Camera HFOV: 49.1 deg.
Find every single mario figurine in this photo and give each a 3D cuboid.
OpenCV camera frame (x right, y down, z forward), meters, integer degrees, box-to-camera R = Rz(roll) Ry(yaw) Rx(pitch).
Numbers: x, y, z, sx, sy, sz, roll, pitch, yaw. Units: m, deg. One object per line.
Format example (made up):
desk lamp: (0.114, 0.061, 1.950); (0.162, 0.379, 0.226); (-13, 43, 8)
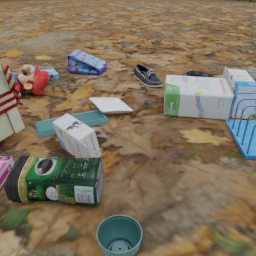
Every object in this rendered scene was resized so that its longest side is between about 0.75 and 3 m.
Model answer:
mario figurine: (-4.971, -2.234, 12.286); (2.930, 1.553, 1.809); (-10, 63, -3)

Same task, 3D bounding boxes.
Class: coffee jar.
coffee jar: (-1.805, 1.306, 7.032); (2.305, 0.984, 1.202); (2, 34, 3)

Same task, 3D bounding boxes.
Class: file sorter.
file sorter: (4.342, -0.155, 9.142); (1.509, 1.334, 2.174); (1, 31, 1)

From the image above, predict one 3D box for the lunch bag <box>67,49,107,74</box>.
lunch bag: (-2.106, -3.506, 15.277); (2.006, 0.944, 1.510); (14, 30, 5)

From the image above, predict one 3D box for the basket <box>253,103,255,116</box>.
basket: (6.007, -1.392, 10.954); (2.000, 1.609, 1.982); (13, 34, 23)

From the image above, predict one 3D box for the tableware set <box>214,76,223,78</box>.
tableware set: (4.751, -2.086, 13.373); (0.888, 0.269, 1.343); (-3, 33, -25)

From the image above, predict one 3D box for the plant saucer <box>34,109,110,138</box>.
plant saucer: (-2.057, -0.227, 10.330); (2.640, 0.250, 0.923); (-12, 34, -21)

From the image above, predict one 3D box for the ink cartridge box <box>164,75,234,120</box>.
ink cartridge box: (2.727, -1.263, 11.205); (2.504, 1.095, 1.819); (3, 32, 7)

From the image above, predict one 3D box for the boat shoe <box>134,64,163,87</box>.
boat shoe: (0.960, -2.597, 13.834); (0.763, 0.659, 2.100); (-17, 35, -27)

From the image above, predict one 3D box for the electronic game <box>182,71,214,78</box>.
electronic game: (3.527, -2.364, 13.725); (1.760, 0.366, 1.760); (7, 33, -4)

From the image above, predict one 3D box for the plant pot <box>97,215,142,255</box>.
plant pot: (-0.166, 2.330, 5.708); (0.907, 0.608, 0.907); (-1, 31, 0)

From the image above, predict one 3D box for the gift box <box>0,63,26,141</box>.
gift box: (-4.932, -0.816, 8.632); (2.568, 2.783, 2.599); (11, 33, 28)

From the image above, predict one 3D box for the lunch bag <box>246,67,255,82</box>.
lunch bag: (5.832, -2.195, 12.847); (0.821, 0.989, 1.179); (-6, 31, -9)

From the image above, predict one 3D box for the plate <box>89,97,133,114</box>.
plate: (-0.708, -0.876, 11.202); (1.383, 0.224, 1.380); (-3, 29, -31)

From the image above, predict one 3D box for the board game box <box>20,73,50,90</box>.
board game box: (-4.616, -2.249, 13.445); (1.498, 0.242, 0.899); (5, 47, 8)

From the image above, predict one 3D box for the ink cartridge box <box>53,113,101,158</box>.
ink cartridge box: (-1.431, 0.399, 8.407); (0.610, 1.034, 1.797); (-35, 44, -28)

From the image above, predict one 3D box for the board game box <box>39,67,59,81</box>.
board game box: (-4.247, -2.789, 14.505); (0.983, 0.305, 1.301); (-16, 35, -25)

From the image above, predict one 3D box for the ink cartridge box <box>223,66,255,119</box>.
ink cartridge box: (4.444, -1.519, 11.365); (0.785, 1.364, 2.355); (3, 31, 4)

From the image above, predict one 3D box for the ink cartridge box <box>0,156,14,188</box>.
ink cartridge box: (-3.925, 1.559, 7.183); (1.114, 0.436, 2.353); (0, 33, 5)
